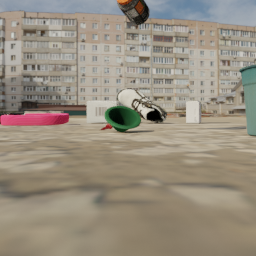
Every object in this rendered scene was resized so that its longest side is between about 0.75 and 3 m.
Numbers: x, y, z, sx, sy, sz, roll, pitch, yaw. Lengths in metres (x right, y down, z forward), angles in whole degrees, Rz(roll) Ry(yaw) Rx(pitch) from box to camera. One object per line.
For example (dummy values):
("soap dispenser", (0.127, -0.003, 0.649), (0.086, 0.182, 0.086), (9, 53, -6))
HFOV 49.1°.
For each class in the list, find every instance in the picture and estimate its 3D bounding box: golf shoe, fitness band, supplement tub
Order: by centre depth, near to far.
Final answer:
("supplement tub", (0.165, -4.425, 10.085), (0.871, 0.871, 1.421), (1, -11, 25))
("fitness band", (-3.626, -0.352, 11.047), (2.574, 0.482, 1.848), (-1, 3, -3))
("golf shoe", (0.665, -1.031, 13.023), (2.588, 1.006, 1.223), (25, 16, -2))

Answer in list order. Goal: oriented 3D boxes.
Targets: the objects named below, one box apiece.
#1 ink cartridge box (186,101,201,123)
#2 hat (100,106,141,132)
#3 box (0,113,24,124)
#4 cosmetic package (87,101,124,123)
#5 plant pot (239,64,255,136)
("ink cartridge box", (3.212, -0.768, 13.620), (0.616, 1.062, 1.467), (0, 3, 18))
("hat", (-0.192, 0.046, 6.342), (0.814, 0.865, 0.983), (7, 36, -10))
("box", (-5.313, -0.427, 12.335), (0.904, 0.505, 1.281), (3, 3, 6))
("cosmetic package", (-1.056, -0.786, 14.194), (1.514, 1.089, 2.683), (1, 1, 9))
("plant pot", (2.635, -0.470, 4.993), (1.246, 1.220, 1.246), (1, 2, 0))
